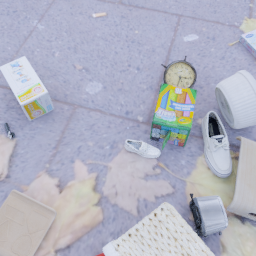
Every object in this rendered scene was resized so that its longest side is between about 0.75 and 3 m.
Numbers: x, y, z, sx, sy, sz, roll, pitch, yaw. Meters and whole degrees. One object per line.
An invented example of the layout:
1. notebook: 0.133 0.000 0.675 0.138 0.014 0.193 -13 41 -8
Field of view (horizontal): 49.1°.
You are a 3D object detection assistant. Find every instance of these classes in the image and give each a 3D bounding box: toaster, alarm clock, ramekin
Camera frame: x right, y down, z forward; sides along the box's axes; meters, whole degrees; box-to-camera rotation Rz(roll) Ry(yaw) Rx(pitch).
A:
1. toaster: 2.663 2.847 9.344 0.949 0.835 1.470 -6 61 -8
2. alarm clock: 2.294 -1.973 12.092 1.389 0.686 2.060 -17 80 5
3. ramekin: 4.267 -1.001 10.825 1.152 2.195 2.195 -23 61 7

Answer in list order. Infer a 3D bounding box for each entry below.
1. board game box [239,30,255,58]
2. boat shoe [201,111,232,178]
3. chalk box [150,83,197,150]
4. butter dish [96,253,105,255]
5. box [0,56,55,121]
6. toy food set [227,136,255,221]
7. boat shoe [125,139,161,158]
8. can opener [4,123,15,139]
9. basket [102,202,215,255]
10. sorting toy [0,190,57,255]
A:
1. board game box: 6.719 -4.080 13.579 1.848 0.380 1.844 -22 62 -12
2. boat shoe: 3.391 0.550 10.613 0.929 0.849 2.583 -2 62 2
3. chalk box: 1.705 -0.275 10.777 1.462 1.472 2.358 12 62 7
4. butter dish: -0.585 4.409 8.511 1.081 0.799 1.078 -34 48 30
5. box: -4.175 -1.636 11.650 1.153 1.280 2.275 -30 64 -16
6. toy food set: 4.690 1.853 10.013 2.086 0.878 2.907 20 63 -2
7. boat shoe: 0.551 0.773 10.717 1.431 0.496 0.507 13 61 7
8. can opener: -4.796 0.118 11.303 0.258 0.204 0.776 -8 55 -46
9. basket: 1.099 3.598 7.593 2.098 2.608 2.585 -41 68 -2
10. sorting toy: -3.999 3.152 9.405 2.681 0.395 1.982 23 67 9
